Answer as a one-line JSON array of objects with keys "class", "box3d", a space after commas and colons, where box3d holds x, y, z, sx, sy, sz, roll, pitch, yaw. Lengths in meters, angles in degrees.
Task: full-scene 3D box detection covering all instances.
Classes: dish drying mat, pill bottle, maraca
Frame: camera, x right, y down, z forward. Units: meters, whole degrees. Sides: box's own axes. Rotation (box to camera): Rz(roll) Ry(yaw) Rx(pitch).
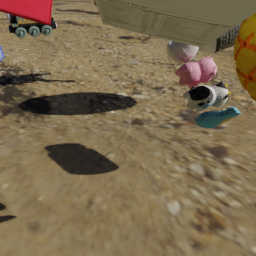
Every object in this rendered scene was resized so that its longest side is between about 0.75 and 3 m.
[{"class": "dish drying mat", "box3d": [-2.601, -2.662, 5.081, 2.461, 0.945, 0.224, 8, -8, -31]}, {"class": "pill bottle", "box3d": [2.379, -2.763, 6.956, 2.672, 1.522, 1.522, -20, 29, 4]}, {"class": "maraca", "box3d": [1.339, -0.813, 2.519, 0.762, 1.425, 0.977, -10, 6, 20]}]

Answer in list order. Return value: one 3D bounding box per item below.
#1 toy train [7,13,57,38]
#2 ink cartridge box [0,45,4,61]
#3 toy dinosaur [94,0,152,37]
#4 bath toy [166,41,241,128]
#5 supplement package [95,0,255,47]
[{"class": "toy train", "box3d": [-2.844, -3.170, 8.298, 1.412, 0.805, 0.602, -11, 42, -15]}, {"class": "ink cartridge box", "box3d": [-3.796, -2.154, 6.315, 2.199, 1.500, 0.839, 30, 65, 3]}, {"class": "toy dinosaur", "box3d": [0.463, -4.202, 8.437, 2.002, 2.954, 1.268, 20, 41, -39]}, {"class": "bath toy", "box3d": [0.894, -0.636, 3.399, 0.541, 0.459, 1.243, -3, 66, -42]}, {"class": "supplement package", "box3d": [0.381, -1.400, 1.828, 1.021, 1.327, 1.388, 12, 6, -1]}]
